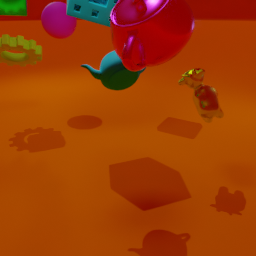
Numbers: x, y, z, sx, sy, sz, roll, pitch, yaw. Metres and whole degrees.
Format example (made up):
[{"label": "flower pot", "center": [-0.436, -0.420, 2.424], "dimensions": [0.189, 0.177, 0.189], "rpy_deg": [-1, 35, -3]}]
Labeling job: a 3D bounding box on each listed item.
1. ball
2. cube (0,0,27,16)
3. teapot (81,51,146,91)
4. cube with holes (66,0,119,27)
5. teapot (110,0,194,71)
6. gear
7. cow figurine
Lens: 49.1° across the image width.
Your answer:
[{"label": "ball", "center": [-2.319, -3.613, 9.438], "dimensions": [1.164, 1.164, 1.164], "rpy_deg": [0, 23, 0]}, {"label": "cube", "center": [-3.439, -3.910, 8.125], "dimensions": [0.882, 0.882, 0.882], "rpy_deg": [-6, -18, -21]}, {"label": "teapot", "center": [-0.193, -0.970, 4.586], "dimensions": [1.119, 0.696, 0.548], "rpy_deg": [-12, 61, -19]}, {"label": "cube with holes", "center": [-0.678, -3.140, 6.304], "dimensions": [1.172, 1.172, 1.172], "rpy_deg": [10, 36, -19]}, {"label": "teapot", "center": [0.241, -1.298, 3.289], "dimensions": [1.012, 0.797, 1.628], "rpy_deg": [1, 58, 30]}, {"label": "gear", "center": [-3.328, -2.239, 8.245], "dimensions": [1.527, 0.282, 1.527], "rpy_deg": [-3, -10, -1]}, {"label": "cow figurine", "center": [1.458, -0.661, 5.538], "dimensions": [0.567, 1.033, 1.017], "rpy_deg": [-25, -29, 28]}]
